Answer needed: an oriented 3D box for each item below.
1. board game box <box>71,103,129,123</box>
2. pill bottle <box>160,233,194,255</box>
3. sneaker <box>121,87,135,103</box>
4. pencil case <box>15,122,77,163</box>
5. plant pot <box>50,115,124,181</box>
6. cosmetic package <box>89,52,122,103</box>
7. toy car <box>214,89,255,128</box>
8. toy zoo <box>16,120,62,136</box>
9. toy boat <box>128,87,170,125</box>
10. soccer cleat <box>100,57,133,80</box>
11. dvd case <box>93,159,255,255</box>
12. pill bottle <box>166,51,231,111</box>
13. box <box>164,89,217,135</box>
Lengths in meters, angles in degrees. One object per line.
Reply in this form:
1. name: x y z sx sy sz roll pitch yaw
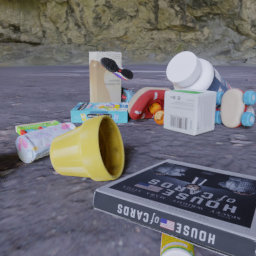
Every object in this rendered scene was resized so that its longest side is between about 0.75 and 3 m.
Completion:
1. board game box: -1.086 -0.662 11.573 2.195 0.515 1.657 0 16 2
2. pill bottle: 0.673 1.595 3.827 0.438 0.438 0.789 3 17 9
3. sneaker: -0.167 -1.664 14.843 1.128 0.936 2.361 8 18 -26
4. pencil case: -2.109 0.379 7.584 0.789 0.723 1.740 38 33 26
5. plant pot: -0.933 0.507 6.200 1.313 1.396 1.396 -10 12 18
6. cosmetic package: -1.081 -2.304 13.458 1.381 2.626 0.933 -10 21 -26
7. toy car: 4.228 -0.699 10.472 1.599 1.415 1.474 2 3 -39
8. toy zoo: -2.642 0.172 9.169 1.465 0.228 2.233 -11 19 -33
9. toy boat: 1.056 -0.703 10.789 2.111 1.378 1.380 -4 49 -36
10. soccer cleat: -0.375 -1.701 8.242 1.101 0.375 0.403 24 -16 -26
11. dvd case: 1.149 1.103 4.795 2.211 0.364 2.942 9 7 28
12. pill bottle: 2.824 -1.752 11.194 2.825 1.689 1.689 28 -7 -42
13. box: 2.152 -0.609 9.768 1.196 1.396 1.389 -11 18 -40
